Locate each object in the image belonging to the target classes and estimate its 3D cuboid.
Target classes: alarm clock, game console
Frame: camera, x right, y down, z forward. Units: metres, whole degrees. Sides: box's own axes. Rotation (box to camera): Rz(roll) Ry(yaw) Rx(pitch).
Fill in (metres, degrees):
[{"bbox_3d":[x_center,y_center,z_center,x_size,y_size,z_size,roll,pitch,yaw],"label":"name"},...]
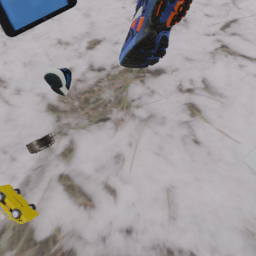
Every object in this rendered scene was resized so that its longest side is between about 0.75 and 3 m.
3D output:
[{"bbox_3d":[-1.671,0.312,5.301,0.508,0.251,0.753,-31,11,-36],"label":"alarm clock"},{"bbox_3d":[-2.208,-3.473,6.862,2.343,1.390,2.019,-37,22,-19],"label":"game console"}]

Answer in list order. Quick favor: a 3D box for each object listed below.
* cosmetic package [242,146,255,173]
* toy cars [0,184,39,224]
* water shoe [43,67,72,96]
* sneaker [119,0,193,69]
[{"bbox_3d":[3.282,0.536,4.768,1.431,1.423,1.711,-16,56,-47],"label":"cosmetic package"},{"bbox_3d":[-1.981,0.976,3.902,1.487,0.329,0.667,31,10,-24],"label":"toy cars"},{"bbox_3d":[-1.592,-1.206,6.489,0.501,1.402,0.553,22,78,-5],"label":"water shoe"},{"bbox_3d":[0.575,-2.635,7.077,1.119,2.970,1.165,4,56,-28],"label":"sneaker"}]
